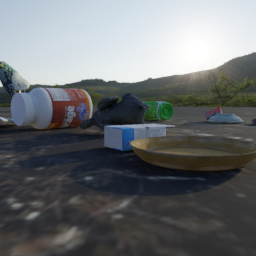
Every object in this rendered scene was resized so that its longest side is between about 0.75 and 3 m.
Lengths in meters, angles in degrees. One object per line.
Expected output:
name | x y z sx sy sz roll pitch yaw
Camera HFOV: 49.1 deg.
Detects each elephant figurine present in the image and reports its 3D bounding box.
elephant figurine | -0.470 -0.322 8.162 1.795 1.393 1.270 -12 44 -16

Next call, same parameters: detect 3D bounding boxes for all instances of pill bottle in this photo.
pill bottle | -2.613 -0.679 9.744 1.410 1.410 2.514 5 9 44

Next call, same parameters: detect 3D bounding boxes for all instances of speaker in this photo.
speaker | 1.299 -0.866 14.051 0.955 0.955 2.159 -3 6 -30

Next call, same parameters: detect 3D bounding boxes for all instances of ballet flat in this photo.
ballet flat | -3.812 -1.260 9.988 0.914 2.463 0.914 -5 40 4

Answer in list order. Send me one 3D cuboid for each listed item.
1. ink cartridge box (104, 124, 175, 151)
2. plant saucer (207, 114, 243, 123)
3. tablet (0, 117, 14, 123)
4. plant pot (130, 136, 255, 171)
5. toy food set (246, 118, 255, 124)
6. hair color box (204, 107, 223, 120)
ink cartridge box | 0.254 0.164 5.795 1.309 0.444 0.759 -3 6 -32
plant saucer | 4.339 -0.447 12.511 1.528 0.383 1.528 1 5 0
tablet | -4.982 -0.370 10.155 1.649 0.173 2.534 8 -2 -1
plant pot | 1.054 0.375 4.541 2.038 0.280 2.038 0 5 0
toy food set | 5.631 -0.264 11.380 1.520 0.239 0.966 3 6 26
hair color box | 3.986 -0.652 13.090 0.755 0.241 0.419 -26 -37 23
